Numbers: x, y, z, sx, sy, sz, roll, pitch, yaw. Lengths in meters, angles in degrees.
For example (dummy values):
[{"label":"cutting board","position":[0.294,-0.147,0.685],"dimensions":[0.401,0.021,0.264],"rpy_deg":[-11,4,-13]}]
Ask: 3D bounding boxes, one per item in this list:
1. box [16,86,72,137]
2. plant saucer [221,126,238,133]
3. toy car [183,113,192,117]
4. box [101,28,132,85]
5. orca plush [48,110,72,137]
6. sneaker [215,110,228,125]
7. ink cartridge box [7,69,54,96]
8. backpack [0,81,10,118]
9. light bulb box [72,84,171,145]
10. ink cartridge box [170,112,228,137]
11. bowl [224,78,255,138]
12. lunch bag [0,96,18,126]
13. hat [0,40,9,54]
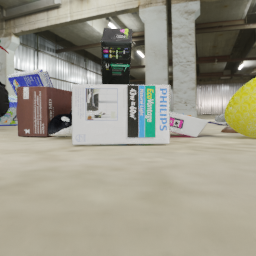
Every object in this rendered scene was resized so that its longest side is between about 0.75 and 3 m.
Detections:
[{"label":"box","position":[-1.749,-0.390,7.003],"dimensions":[0.829,1.107,2.211],"rpy_deg":[1,3,18]},{"label":"plant saucer","position":[3.116,0.047,7.952],"dimensions":[0.923,0.169,0.923],"rpy_deg":[-1,3,0]},{"label":"toy car","position":[1.355,-0.334,10.756],"dimensions":[2.109,0.702,1.034],"rpy_deg":[-1,3,-4]},{"label":"box","position":[-0.412,-2.615,10.330],"dimensions":[1.082,1.740,1.292],"rpy_deg":[2,39,0]},{"label":"orca plush","position":[-0.931,-0.199,6.168],"dimensions":[1.939,0.689,1.020],"rpy_deg":[-2,-4,-40]},{"label":"sneaker","position":[5.118,-0.590,14.046],"dimensions":[0.852,0.934,2.279],"rpy_deg":[0,2,-11]},{"label":"ink cartridge box","position":[-4.438,-1.511,14.312],"dimensions":[2.966,2.931,0.697],"rpy_deg":[0,31,29]},{"label":"backpack","position":[-5.192,-0.703,8.638],"dimensions":[2.464,1.560,2.056],"rpy_deg":[1,5,28]},{"label":"light bulb box","position":[-0.158,-0.229,4.918],"dimensions":[1.513,0.944,1.499],"rpy_deg":[0,2,-5]},{"label":"ink cartridge box","position":[0.712,-0.220,6.467],"dimensions":[2.751,0.510,1.303],"rpy_deg":[11,3,-7]},{"label":"bowl","position":[2.790,-0.271,5.519],"dimensions":[1.500,1.500,0.807],"rpy_deg":[-1,44,-20]},{"label":"lunch bag","position":[-5.720,-0.881,13.487],"dimensions":[2.490,1.587,2.117],"rpy_deg":[-10,-3,28]},{"label":"hat","position":[-4.965,-3.357,10.743],"dimensions":[0.690,0.649,0.783],"rpy_deg":[10,-17,11]}]
